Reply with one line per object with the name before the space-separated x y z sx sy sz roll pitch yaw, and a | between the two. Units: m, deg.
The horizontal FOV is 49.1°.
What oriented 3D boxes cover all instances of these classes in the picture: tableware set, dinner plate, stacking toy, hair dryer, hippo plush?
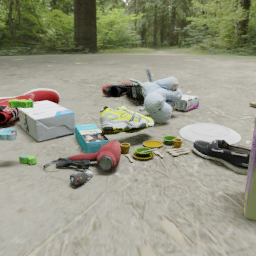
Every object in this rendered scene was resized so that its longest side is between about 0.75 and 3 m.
tableware set | 0.765 0.531 8.516 2.003 0.307 1.349 -7 18 -17
dinner plate | 2.860 0.143 9.837 2.097 0.254 2.097 0 20 0
stacking toy | -3.625 0.147 7.407 2.353 1.774 0.553 1 19 2
hair dryer | -0.992 0.731 7.517 2.201 0.598 1.677 -16 24 -40
hippo plush | 1.316 -1.214 11.201 1.746 2.192 1.762 -28 24 16

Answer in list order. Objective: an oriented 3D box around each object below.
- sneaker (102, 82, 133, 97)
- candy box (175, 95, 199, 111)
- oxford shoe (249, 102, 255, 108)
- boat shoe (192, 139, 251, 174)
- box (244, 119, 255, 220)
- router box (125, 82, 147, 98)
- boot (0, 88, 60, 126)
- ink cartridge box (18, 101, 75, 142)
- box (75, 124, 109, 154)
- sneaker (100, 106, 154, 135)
sneaker | -0.439 -2.172 15.922 1.960 0.693 0.958 -10 20 -20
candy box | 2.340 -1.275 13.462 1.772 0.540 1.208 14 22 41
oxford shoe | 6.326 -1.152 13.352 0.389 0.406 1.099 -14 23 -36
boat shoe | 2.618 0.622 7.790 0.747 0.610 2.021 -10 21 -29
box | 3.492 0.764 5.158 2.302 2.025 1.113 6 20 20
router box | 1.050 -2.091 14.808 1.950 0.648 2.480 -10 10 -11
boot | -4.214 -0.801 11.433 2.947 1.067 2.126 -13 22 -13
ink cartridge box | -3.103 -0.344 10.313 1.386 0.817 2.407 -13 23 -34
box | -1.181 0.325 8.916 0.707 0.422 1.718 -5 19 -21
sneaker | 0.041 -0.298 9.017 0.840 0.851 2.228 -23 -15 39
